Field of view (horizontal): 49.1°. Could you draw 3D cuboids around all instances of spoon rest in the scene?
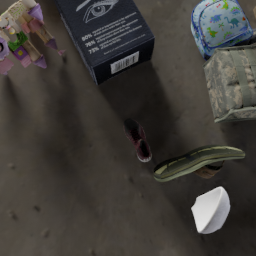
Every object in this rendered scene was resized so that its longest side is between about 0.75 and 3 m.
[{"bbox_3d":[2.068,2.125,7.258,0.730,2.407,1.196,26,79,17],"label":"spoon rest"}]

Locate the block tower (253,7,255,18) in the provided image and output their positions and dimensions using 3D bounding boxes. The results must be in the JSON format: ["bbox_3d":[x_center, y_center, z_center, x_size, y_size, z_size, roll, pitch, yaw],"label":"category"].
[{"bbox_3d":[5.495,-4.066,9.499,2.374,0.641,0.686,-13,79,-3],"label":"block tower"}]

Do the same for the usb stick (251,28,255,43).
[{"bbox_3d":[4.212,-3.072,9.343,1.731,0.282,0.480,-20,76,6],"label":"usb stick"}]

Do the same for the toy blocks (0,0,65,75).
[{"bbox_3d":[-3.221,-2.490,8.548,2.207,2.362,1.988,-48,124,-17],"label":"toy blocks"}]

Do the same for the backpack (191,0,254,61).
[{"bbox_3d":[2.880,-3.271,8.847,1.666,1.338,1.821,-24,77,11],"label":"backpack"}]

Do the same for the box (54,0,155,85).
[{"bbox_3d":[-0.770,-3.202,8.866,2.126,1.499,2.873,-26,79,-5],"label":"box"}]

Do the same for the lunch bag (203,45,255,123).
[{"bbox_3d":[3.841,-1.340,8.515,2.518,1.480,2.065,-6,77,-7],"label":"lunch bag"}]

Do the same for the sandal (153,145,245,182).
[{"bbox_3d":[2.090,1.128,8.308,2.719,1.080,0.776,-18,102,0],"label":"sandal"}]

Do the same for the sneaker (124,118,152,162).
[{"bbox_3d":[0.331,0.289,8.450,0.560,0.855,1.481,-27,79,-6],"label":"sneaker"}]
